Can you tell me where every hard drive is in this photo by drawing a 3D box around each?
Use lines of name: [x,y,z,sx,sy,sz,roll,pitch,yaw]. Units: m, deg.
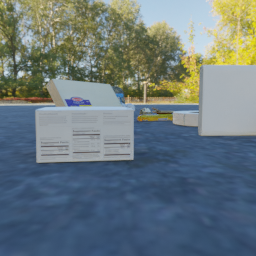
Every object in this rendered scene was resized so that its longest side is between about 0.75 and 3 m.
hard drive: [3.004,-0.656,6.774,2.536,1.673,0.333,0,6,-2]

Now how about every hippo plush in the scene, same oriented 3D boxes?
hippo plush: [-0.211,-0.880,12.103,0.957,1.190,0.948,7,25,-19]

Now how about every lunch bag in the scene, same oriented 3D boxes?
lunch bag: [-1.400,-1.171,13.468,2.063,1.438,1.731,-5,-8,-44]

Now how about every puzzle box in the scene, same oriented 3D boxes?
puzzle box: [-0.836,-0.484,6.799,0.272,1.421,2.136,-36,-16,30]

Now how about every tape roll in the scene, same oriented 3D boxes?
tape roll: [2.748,-0.353,9.825,2.367,0.432,2.367,0,7,0]

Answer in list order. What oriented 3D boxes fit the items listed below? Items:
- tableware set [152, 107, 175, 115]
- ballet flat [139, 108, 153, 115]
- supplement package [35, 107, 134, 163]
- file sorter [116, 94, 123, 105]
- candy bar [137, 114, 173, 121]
tableware set: [2.381,-0.724,12.826,2.681,0.537,1.772,1,6,8]
ballet flat: [0.891,-0.803,14.126,0.389,0.431,1.146,-3,7,-24]
supplement package: [-0.664,0.050,4.444,1.376,0.763,1.071,0,6,-9]
file sorter: [-1.156,-0.648,9.618,1.748,1.073,1.213,2,6,13]
candy bar: [1.488,-0.427,11.374,2.348,0.260,0.585,-2,4,-13]
